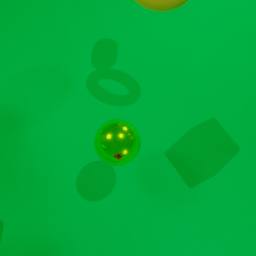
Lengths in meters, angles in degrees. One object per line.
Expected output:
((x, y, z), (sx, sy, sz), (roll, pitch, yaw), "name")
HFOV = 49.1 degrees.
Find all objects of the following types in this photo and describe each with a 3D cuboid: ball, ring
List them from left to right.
((-0.232, 0.316, 6.118), (1.027, 1.027, 1.027), (0, 74, 0), "ball")
((0.713, -3.252, 5.653), (1.678, 0.336, 1.678), (2, 106, 8), "ring")

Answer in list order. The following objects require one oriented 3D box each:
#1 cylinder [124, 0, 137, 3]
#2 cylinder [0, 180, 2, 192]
((0.009, -3.603, 6.944), (0.753, 0.753, 0.753), (17, 107, 5), "cylinder")
((-2.952, 1.386, 4.873), (1.180, 1.180, 1.180), (-8, 39, -2), "cylinder")
